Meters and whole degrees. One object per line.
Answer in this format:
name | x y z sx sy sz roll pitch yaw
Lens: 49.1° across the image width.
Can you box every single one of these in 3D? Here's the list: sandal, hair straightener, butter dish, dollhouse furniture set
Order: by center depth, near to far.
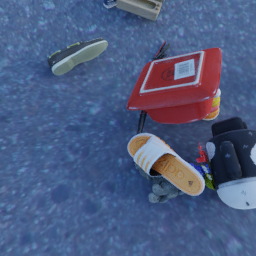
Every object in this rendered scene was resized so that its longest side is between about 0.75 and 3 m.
sandal | 1.050 1.087 8.587 2.799 0.802 1.072 33 109 25
butter dish | 1.813 -1.080 9.555 2.891 2.143 2.899 -7 40 27
hair straightener | 1.473 -3.183 11.971 0.474 0.252 1.233 32 69 14
dollhouse furniture set | 0.678 -6.671 12.334 2.386 2.044 2.509 21 59 3

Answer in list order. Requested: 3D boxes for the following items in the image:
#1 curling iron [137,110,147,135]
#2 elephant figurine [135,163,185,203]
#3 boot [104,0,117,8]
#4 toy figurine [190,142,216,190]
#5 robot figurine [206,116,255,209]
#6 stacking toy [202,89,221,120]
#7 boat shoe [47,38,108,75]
curling iron | 0.538 -0.585 10.292 0.275 0.533 2.151 5 64 18
elephant figurine | 1.045 1.640 9.412 1.194 1.089 1.539 14 45 -25
boot | -0.452 -6.283 13.136 1.600 0.723 0.582 -37 70 -16
toy figurine | 2.143 1.418 9.259 1.121 1.871 0.987 -18 48 19
robot figurine | 3.549 1.105 8.914 2.132 1.771 2.838 0 67 -18
stacking toy | 3.034 -0.993 10.305 1.032 1.413 1.032 1 66 -2
boat shoe | -2.089 -3.142 11.581 2.582 0.920 0.777 -30 73 -10
